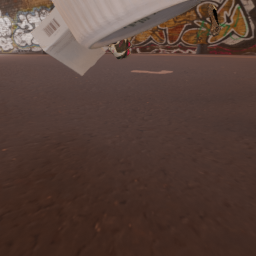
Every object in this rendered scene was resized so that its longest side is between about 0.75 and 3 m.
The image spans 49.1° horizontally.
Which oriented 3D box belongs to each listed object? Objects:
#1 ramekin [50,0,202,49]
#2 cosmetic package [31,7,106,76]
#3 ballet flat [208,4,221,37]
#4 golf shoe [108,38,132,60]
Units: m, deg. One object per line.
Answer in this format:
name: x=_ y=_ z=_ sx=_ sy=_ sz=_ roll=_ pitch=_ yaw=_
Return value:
ramekin: x=0.056 y=-2.319 z=4.689 sx=2.713 sy=1.263 sz=2.713 roll=-22 pitch=12 yaw=5
cosmetic package: x=-1.458 y=-2.180 z=7.257 sx=0.735 sy=1.022 sz=1.811 roll=51 pitch=8 yaw=18
ballet flat: x=3.072 y=-3.839 z=9.863 sx=0.495 sy=1.470 sz=0.341 roll=25 pitch=-34 yaw=-32
golf shoe: x=-0.286 y=-2.933 z=8.457 sx=0.658 sy=1.705 sz=0.751 roll=-17 pitch=-21 yaw=34
